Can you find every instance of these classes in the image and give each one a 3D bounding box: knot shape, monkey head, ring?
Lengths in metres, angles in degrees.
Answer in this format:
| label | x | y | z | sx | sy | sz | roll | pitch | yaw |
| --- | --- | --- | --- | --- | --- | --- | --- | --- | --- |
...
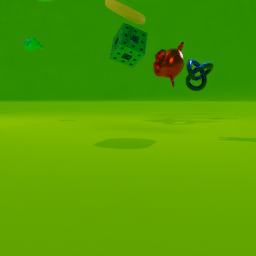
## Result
| label | x | y | z | sx | sy | sz | roll | pitch | yaw |
| --- | --- | --- | --- | --- | --- | --- | --- | --- | --- |
| knot shape | 3.268 | -2.497 | 12.698 | 1.364 | 1.457 | 0.673 | -25 | 30 | -9 |
| monkey head | 1.715 | -2.504 | 11.374 | 1.178 | 1.954 | 1.406 | 10 | -12 | 21 |
| monkey head | -3.972 | -3.423 | 11.720 | 0.747 | 0.625 | 1.038 | 42 | -6 | -10 |
| ring | -0.100 | -4.443 | 10.643 | 1.654 | 0.331 | 1.654 | 24 | 23 | -11 |

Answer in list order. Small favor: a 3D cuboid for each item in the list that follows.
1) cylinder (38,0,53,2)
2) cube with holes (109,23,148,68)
| label | x | y | z | sx | sy | sz | roll | pitch | yaw |
| --- | --- | --- | --- | --- | --- | --- | --- | --- | --- |
| cylinder | -1.775 | -3.370 | 5.892 | 1.010 | 1.010 | 1.010 | -1 | 47 | -8 |
| cube with holes | 0.018 | -3.386 | 11.572 | 1.099 | 1.099 | 1.099 | 17 | -24 | -21 |
